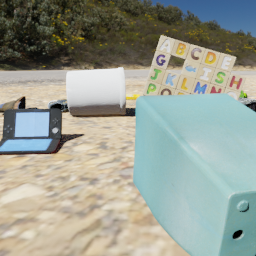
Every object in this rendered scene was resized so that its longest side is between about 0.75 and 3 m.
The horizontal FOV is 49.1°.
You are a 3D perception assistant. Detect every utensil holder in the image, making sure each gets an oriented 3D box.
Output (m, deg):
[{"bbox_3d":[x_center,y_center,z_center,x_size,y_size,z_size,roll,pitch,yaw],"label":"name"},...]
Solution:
[{"bbox_3d":[-1.165,-1.333,10.465,2.054,1.746,1.746,-3,14,-4],"label":"utensil holder"}]

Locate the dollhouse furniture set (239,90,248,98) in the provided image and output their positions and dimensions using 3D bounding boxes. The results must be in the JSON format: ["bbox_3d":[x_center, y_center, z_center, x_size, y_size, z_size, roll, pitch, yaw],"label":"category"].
[{"bbox_3d":[4.711,-1.174,12.724,1.284,0.645,0.841,-11,-15,34],"label":"dollhouse furniture set"}]

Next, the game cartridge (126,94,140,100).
[{"bbox_3d":[0.032,-1.651,14.750,1.210,0.196,1.066,-1,14,2],"label":"game cartridge"}]

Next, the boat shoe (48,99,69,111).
[{"bbox_3d":[-2.434,-0.906,11.254,1.529,0.541,0.694,-12,17,-15],"label":"boat shoe"}]

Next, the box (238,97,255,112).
[{"bbox_3d":[3.853,-0.940,11.304,2.318,0.505,1.857,14,20,43],"label":"box"}]

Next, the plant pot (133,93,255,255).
[{"bbox_3d":[1.081,0.582,3.586,1.520,1.520,2.151,-3,22,-13],"label":"plant pot"}]

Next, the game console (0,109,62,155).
[{"bbox_3d":[-2.425,0.048,6.819,1.490,1.284,0.884,-1,-12,-4],"label":"game console"}]

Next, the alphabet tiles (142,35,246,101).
[{"bbox_3d":[1.933,-1.240,8.343,2.738,2.289,0.103,18,10,5],"label":"alphabet tiles"}]

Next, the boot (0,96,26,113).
[{"bbox_3d":[-4.547,-0.935,11.093,0.809,0.624,1.670,0,16,-8],"label":"boot"}]
